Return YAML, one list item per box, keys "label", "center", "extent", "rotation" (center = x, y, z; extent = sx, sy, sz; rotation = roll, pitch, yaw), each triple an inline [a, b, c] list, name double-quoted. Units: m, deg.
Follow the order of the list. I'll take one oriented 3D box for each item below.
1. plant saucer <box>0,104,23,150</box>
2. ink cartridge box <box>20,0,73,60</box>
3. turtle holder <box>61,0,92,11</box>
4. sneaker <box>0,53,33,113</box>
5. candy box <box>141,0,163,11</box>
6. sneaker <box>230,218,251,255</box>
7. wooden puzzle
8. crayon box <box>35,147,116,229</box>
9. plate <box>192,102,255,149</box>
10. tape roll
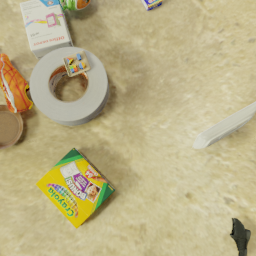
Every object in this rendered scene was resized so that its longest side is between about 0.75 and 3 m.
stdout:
- label: "plant saucer"
  center: [-4.760, -0.023, 10.547]
  extent: [1.722, 0.315, 1.722]
  rotation: [0, 80, -1]
- label: "ink cartridge box"
  center: [-3.148, -3.918, 10.967]
  extent: [1.521, 0.891, 2.105]
  rotation: [-16, 81, -3]
- label: "turtle holder"
  center: [-2.108, -5.413, 11.216]
  extent: [1.148, 1.616, 1.228]
  rotation: [-8, 124, -15]
- label: "sneaker"
  center: [-4.337, -1.711, 10.700]
  extent: [0.981, 0.928, 2.544]
  rotation: [-15, 75, -34]
- label: "candy box"
  center: [0.922, -5.346, 11.528]
  extent: [0.693, 0.316, 0.820]
  rotation: [-27, 82, -6]
- label: "sneaker"
  center: [3.845, 3.896, 9.795]
  extent: [0.693, 0.399, 1.329]
  rotation: [20, 75, 3]
- label: "wooden puzzle"
  center: [-1.849, -2.343, 10.087]
  extent: [0.846, 0.196, 0.783]
  rotation: [-20, 80, -4]
- label: "crayon box"
  center: [-1.839, 2.104, 9.986]
  extent: [1.846, 0.624, 2.139]
  rotation: [-45, 83, -7]
- label: "plate"
  center: [3.217, 0.035, 9.272]
  extent: [2.171, 2.176, 0.352]
  rotation: [-31, 75, -1]
- label: "tape roll"
  center: [-2.137, -1.536, 10.508]
  extent: [2.826, 0.934, 2.826]
  rotation: [0, 79, -1]
